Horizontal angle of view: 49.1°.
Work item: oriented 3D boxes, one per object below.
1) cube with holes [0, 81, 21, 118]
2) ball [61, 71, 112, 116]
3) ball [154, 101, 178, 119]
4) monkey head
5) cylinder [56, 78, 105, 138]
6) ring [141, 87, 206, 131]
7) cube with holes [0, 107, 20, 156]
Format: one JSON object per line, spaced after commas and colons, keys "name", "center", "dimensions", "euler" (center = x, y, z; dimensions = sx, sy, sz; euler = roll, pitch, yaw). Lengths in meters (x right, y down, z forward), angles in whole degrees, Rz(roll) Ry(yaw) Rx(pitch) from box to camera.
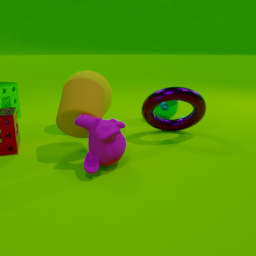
{"name": "cube with holes", "center": [-4.134, -0.792, 8.509], "dimensions": [1.108, 1.108, 1.108], "euler": [6, 17, 21]}
{"name": "ball", "center": [-1.117, -0.867, 7.671], "dimensions": [1.381, 1.381, 1.381], "euler": [0, 16, 0]}
{"name": "ball", "center": [1.094, -0.686, 8.543], "dimensions": [0.876, 0.876, 0.876], "euler": [0, 16, 0]}
{"name": "monkey head", "center": [-0.529, 0.228, 5.203], "dimensions": [1.008, 0.844, 1.401], "euler": [19, 24, 10]}
{"name": "cylinder", "center": [-0.970, -0.414, 5.878], "dimensions": [0.927, 0.927, 0.927], "euler": [0, 52, 2]}
{"name": "ring", "center": [1.118, -0.427, 6.910], "dimensions": [1.589, 1.589, 0.318], "euler": [1, 56, 2]}
{"name": "cube with holes", "center": [-2.820, 0.068, 5.991], "dimensions": [0.844, 0.844, 0.844], "euler": [-5, 17, -16]}
